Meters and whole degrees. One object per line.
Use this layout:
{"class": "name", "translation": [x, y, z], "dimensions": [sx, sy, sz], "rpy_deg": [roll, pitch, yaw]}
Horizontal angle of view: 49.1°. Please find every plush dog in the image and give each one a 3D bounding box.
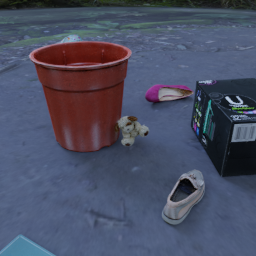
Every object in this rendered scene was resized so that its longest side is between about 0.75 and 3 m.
{"class": "plush dog", "translation": [0.051, -0.037, 8.237], "dimensions": [0.928, 0.797, 0.744], "rpy_deg": [-31, 38, 17]}

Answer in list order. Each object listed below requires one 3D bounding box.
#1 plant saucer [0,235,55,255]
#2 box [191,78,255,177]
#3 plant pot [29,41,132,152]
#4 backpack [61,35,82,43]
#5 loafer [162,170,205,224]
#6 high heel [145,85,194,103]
{"class": "plant saucer", "translation": [-1.536, 2.649, 5.170], "dimensions": [2.158, 0.205, 0.755], "rpy_deg": [16, 32, 27]}
{"class": "box", "translation": [3.406, -0.176, 8.531], "dimensions": [2.171, 1.817, 2.923], "rpy_deg": [-2, 29, -4]}
{"class": "plant pot", "translation": [-1.375, -0.981, 8.916], "dimensions": [2.953, 2.871, 2.953], "rpy_deg": [0, 29, 0]}
{"class": "backpack", "translation": [-2.270, -3.342, 11.774], "dimensions": [0.974, 1.108, 0.850], "rpy_deg": [-32, 14, -15]}
{"class": "loafer", "translation": [1.426, 1.509, 6.778], "dimensions": [0.684, 0.598, 1.903], "rpy_deg": [17, 33, 27]}
{"class": "high heel", "translation": [1.772, -1.440, 11.935], "dimensions": [2.251, 0.758, 1.080], "rpy_deg": [-10, 17, -43]}
